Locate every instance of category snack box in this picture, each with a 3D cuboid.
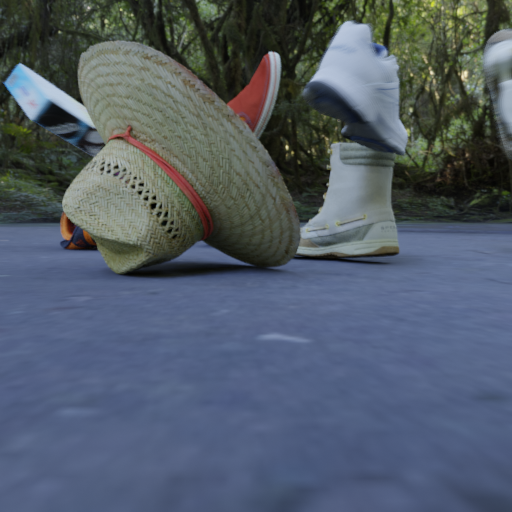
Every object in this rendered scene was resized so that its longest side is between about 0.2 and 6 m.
[{"bbox_3d":[-3.454,-2.572,11.509,1.764,0.563,3.037,46,10,38],"label":"snack box"}]

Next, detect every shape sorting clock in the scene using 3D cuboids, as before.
[{"bbox_3d":[0.269,-0.506,12.552,2.954,0.580,2.954,0,4,0],"label":"shape sorting clock"}]

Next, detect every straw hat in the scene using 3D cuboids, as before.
[{"bbox_3d":[-1.355,-0.598,6.577,1.522,3.596,3.596,-47,27,-22],"label":"straw hat"}]

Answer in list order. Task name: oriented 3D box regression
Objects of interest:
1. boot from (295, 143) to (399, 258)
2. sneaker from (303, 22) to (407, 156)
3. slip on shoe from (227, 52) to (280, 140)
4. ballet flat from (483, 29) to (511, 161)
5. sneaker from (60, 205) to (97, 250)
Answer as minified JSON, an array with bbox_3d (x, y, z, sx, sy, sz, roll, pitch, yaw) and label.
[{"bbox_3d":[1.184,-0.823,8.606,0.800,1.718,2.221,0,0,-43],"label":"boot"},{"bbox_3d":[1.414,-1.876,6.673,0.862,1.008,2.314,23,2,27],"label":"sneaker"},{"bbox_3d":[-0.268,-2.507,10.084,0.759,2.482,0.919,19,30,-21],"label":"slip on shoe"},{"bbox_3d":[3.984,-2.607,8.677,0.816,2.406,0.906,-15,-17,36],"label":"ballet flat"},{"bbox_3d":[-3.219,-0.782,12.031,1.760,1.218,3.141,1,4,-6],"label":"sneaker"}]
